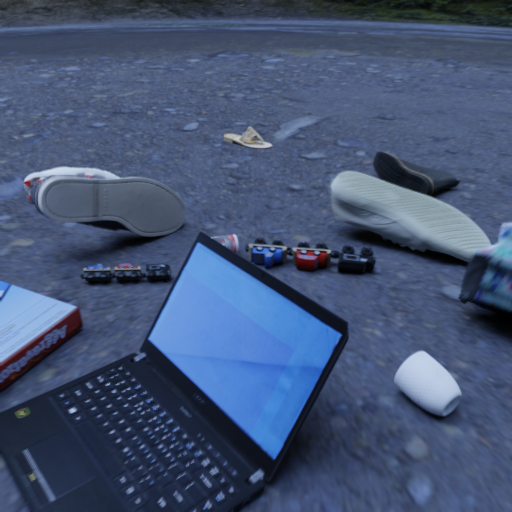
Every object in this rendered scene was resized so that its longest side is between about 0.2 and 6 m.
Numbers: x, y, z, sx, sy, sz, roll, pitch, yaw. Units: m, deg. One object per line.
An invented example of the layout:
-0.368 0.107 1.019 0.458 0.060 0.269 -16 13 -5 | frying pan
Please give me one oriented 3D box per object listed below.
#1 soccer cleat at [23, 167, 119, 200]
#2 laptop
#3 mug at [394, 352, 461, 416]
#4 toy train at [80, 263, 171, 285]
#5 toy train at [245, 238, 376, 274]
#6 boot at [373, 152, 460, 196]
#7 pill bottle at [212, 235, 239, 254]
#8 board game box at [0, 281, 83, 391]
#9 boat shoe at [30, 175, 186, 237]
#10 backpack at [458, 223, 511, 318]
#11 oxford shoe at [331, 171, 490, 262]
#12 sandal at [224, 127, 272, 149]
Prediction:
-4.288 -1.760 13.536 2.687 0.931 1.042 3 27 12 | soccer cleat
-1.197 1.498 6.728 3.480 1.797 3.084 -21 35 -33 | laptop
2.403 1.765 7.566 0.833 0.615 0.730 15 21 -45 | mug
-2.400 0.302 10.352 1.648 0.281 0.377 -2 48 -4 | toy train
1.016 0.033 10.801 2.543 0.434 0.582 5 45 8 | toy train
4.101 -2.127 14.475 1.351 0.757 1.954 -14 45 -32 | boot
-0.741 -0.183 11.165 0.731 0.405 0.405 -8 30 -14 | pill bottle
-4.997 1.775 7.575 2.507 0.473 4.869 15 33 23 | board game box
-2.952 -1.089 11.445 3.260 1.184 1.023 4 7 -43 | boat shoe
4.682 0.393 8.832 2.231 1.680 1.981 29 22 33 | backpack
3.083 -0.672 11.512 3.415 0.986 1.284 25 43 13 | oxford shoe
-0.292 -3.736 17.389 1.679 0.552 0.616 17 33 27 | sandal
